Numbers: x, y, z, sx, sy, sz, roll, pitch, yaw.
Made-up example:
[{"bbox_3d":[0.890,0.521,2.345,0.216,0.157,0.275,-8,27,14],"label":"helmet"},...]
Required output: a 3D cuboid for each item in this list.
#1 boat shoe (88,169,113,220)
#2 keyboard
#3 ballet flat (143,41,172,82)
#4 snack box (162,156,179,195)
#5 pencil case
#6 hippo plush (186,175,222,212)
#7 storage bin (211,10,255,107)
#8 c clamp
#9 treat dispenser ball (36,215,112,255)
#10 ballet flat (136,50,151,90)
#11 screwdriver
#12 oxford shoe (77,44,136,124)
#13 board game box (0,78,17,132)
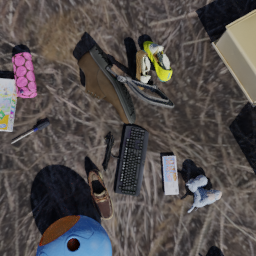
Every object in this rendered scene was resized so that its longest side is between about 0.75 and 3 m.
[{"bbox_3d":[-0.934,2.199,9.217,0.617,0.616,1.712,-16,82,-2],"label":"boat shoe"},{"bbox_3d":[-0.145,1.071,9.584,1.481,0.240,2.330,9,81,1],"label":"keyboard"},{"bbox_3d":[1.063,-2.434,9.569,0.599,0.601,1.793,-11,66,-21],"label":"ballet flat"},{"bbox_3d":[1.439,1.602,9.536,0.465,0.157,1.292,-3,82,0],"label":"snack box"},{"bbox_3d":[-3.645,-1.835,9.789,0.716,0.694,1.528,-10,80,0],"label":"pencil case"},{"bbox_3d":[2.436,2.063,9.259,1.156,0.921,0.930,-44,59,35],"label":"hippo plush"},{"bbox_3d":[4.931,-2.685,9.597,2.746,1.296,2.766,-30,82,-5],"label":"storage bin"},{"bbox_3d":[0.553,-1.308,9.206,0.294,2.172,1.856,-57,46,22],"label":"c clamp"},{"bbox_3d":[-1.568,3.691,8.242,2.179,2.179,2.179,0,82,0],"label":"treat dispenser ball"},{"bbox_3d":[0.544,-1.945,9.543,0.473,0.505,1.395,-18,117,-38],"label":"ballet flat"},{"bbox_3d":[-3.371,0.177,9.704,1.486,0.207,0.216,-34,53,-8],"label":"screwdriver"},{"bbox_3d":[-0.745,-1.295,9.641,1.249,1.076,2.960,-34,82,14],"label":"oxford shoe"},{"bbox_3d":[-5.302,-0.869,9.734,2.662,0.456,1.790,4,82,1],"label":"board game box"}]
